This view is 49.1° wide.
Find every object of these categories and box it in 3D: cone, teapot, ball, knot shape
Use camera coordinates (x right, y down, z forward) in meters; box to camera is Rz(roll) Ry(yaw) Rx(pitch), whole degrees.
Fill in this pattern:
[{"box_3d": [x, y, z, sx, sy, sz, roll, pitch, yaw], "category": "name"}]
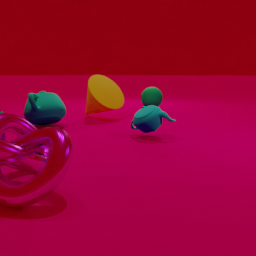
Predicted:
[{"box_3d": [-1.213, -0.918, 10.590, 1.544, 1.544, 1.550, -14, -22, -49], "category": "cone"}, {"box_3d": [-2.625, -0.660, 8.900, 1.283, 1.010, 2.063, -13, -11, 5], "category": "teapot"}, {"box_3d": [0.612, -0.202, 7.512, 1.329, 0.651, 0.826, -15, 26, 34], "category": "teapot"}, {"box_3d": [0.962, -1.216, 11.284, 0.876, 0.876, 0.876, 0, 12, 0], "category": "ball"}, {"box_3d": [-1.939, 0.400, 4.194, 1.929, 0.952, 2.061, -1, 15, -27], "category": "knot shape"}]

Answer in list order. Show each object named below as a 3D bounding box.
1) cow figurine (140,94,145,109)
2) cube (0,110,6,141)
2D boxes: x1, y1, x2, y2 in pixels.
[{"box_3d": [0.798, -1.133, 12.159, 0.510, 0.929, 0.914, -31, -13, 18], "category": "cow figurine"}, {"box_3d": [-2.988, 0.215, 5.345, 0.970, 0.970, 0.970, -1, 12, -7], "category": "cube"}]
